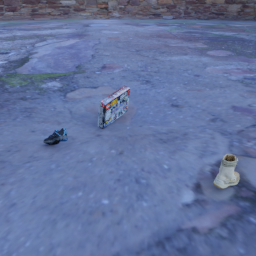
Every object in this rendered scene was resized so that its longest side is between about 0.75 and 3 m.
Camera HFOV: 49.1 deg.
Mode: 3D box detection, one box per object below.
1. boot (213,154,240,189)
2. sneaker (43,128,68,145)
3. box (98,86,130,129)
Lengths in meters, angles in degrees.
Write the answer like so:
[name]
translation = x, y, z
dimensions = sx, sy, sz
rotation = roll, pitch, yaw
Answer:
[boot]
translation = 2.122, 0.851, 5.791
dimensions = 0.844, 0.656, 0.307
rotation = -6, 24, -40
[sneaker]
translation = -1.877, 0.233, 7.297
dimensions = 0.810, 0.332, 0.296
rotation = -14, -19, 29
[box]
translation = -0.417, -0.643, 8.490
dimensions = 0.256, 0.880, 1.286
rotation = 26, 42, 23
